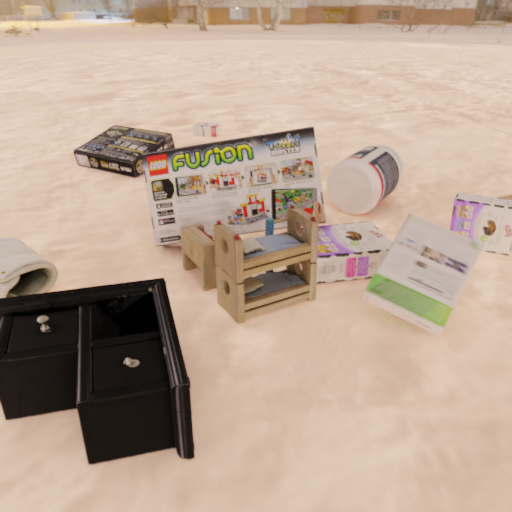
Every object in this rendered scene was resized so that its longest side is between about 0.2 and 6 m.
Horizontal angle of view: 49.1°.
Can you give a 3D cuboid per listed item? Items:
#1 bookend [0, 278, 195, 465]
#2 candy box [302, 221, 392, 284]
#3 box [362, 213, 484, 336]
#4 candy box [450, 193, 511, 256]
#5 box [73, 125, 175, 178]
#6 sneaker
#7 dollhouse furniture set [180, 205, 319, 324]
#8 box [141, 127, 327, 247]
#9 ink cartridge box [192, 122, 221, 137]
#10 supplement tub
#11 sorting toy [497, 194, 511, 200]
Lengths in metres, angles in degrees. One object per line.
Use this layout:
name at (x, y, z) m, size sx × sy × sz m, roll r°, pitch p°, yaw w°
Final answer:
bookend at (-2.142, 1.433, 6.861) m, size 2.420 × 1.114 × 2.404 m, roll -7°, pitch 28°, yaw -12°
candy box at (1.638, -0.094, 10.476) m, size 1.595 × 0.571 × 1.338 m, roll -5°, pitch 27°, yaw -10°
box at (2.650, 0.249, 8.870) m, size 1.294 × 0.326 × 1.792 m, roll 27°, pitch 59°, yaw 19°
candy box at (4.494, -0.637, 11.069) m, size 1.201 × 1.008 × 0.430 m, roll 13°, pitch 29°, yaw 23°
box at (-3.753, -3.033, 15.950) m, size 2.251 × 0.553 × 1.815 m, roll 14°, pitch 45°, yaw 27°
sneaker at (-4.634, 0.454, 8.900) m, size 1.619 × 1.032 × 2.801 m, roll 20°, pitch 32°, yaw 40°
dollhouse furniture set at (-0.186, -0.174, 9.594) m, size 1.517 × 1.508 × 2.152 m, roll -14°, pitch 30°, yaw -26°
box at (-0.414, -1.313, 10.877) m, size 3.353 × 1.845 × 0.582 m, roll -7°, pitch 4°, yaw 5°
ink cartridge box at (-1.675, -4.307, 19.071) m, size 0.847 × 0.359 × 0.617 m, roll 4°, pitch 27°, yaw 12°
supplement tub at (2.587, -1.829, 13.093) m, size 1.297 × 1.297 × 1.848 m, roll 16°, pitch 31°, yaw 29°
sorting toy at (6.140, -0.728, 11.910) m, size 2.817 × 0.415 × 2.082 m, roll -13°, pitch 34°, yaw -31°
